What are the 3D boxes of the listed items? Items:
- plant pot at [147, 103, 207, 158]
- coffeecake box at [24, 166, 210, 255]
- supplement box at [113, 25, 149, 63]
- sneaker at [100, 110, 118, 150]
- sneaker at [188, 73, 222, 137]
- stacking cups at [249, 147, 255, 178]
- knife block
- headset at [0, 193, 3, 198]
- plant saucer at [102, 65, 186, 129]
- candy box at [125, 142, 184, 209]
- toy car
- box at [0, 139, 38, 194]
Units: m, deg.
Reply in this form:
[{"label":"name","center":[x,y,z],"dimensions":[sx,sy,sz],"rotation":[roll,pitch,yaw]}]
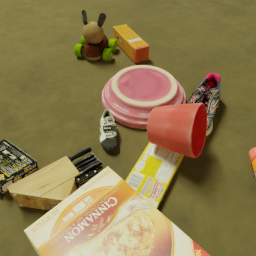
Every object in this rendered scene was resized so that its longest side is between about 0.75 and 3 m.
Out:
[{"label":"plant pot","center":[1.247,0.004,7.188],"dimensions":[1.246,1.408,1.408],"rotation":[7,44,29]},{"label":"coffeecake box","center":[-0.225,2.423,5.377],"dimensions":[2.149,1.023,2.800],"rotation":[-35,55,-29]},{"label":"supplement box","center":[0.088,-3.459,11.355],"dimensions":[0.700,0.677,2.035],"rotation":[-21,50,-20]},{"label":"sneaker","center":[-0.575,0.017,7.972],"dimensions":[0.506,0.605,1.367],"rotation":[-4,44,-13]},{"label":"sneaker","center":[2.216,-0.712,8.497],"dimensions":[1.013,0.939,2.514],"rotation":[16,48,15]},{"label":"stacking cups","center":[3.362,1.277,6.780],"dimensions":[0.609,0.609,2.013],"rotation":[6,34,5]},{"label":"knife block","center":[-1.641,1.140,6.899],"dimensions":[1.965,0.629,1.725],"rotation":[6,46,6]},{"label":"headset","center":[-3.518,1.617,6.470],"dimensions":[0.522,0.686,1.111],"rotation":[43,33,23]},{"label":"plant saucer","center":[0.518,-1.174,9.079],"dimensions":[2.765,0.701,2.765],"rotation":[1,48,-1]},{"label":"candy box","center":[0.658,1.125,7.174],"dimensions":[0.997,0.258,1.950],"rotation":[23,50,17]},{"label":"toy car","center":[-1.274,-3.653,10.777],"dimensions":[1.447,1.762,1.390],"rotation":[11,47,10]},{"label":"box","center":[-3.199,0.927,7.202],"dimensions":[1.371,0.338,1.095],"rotation":[27,43,24]}]
